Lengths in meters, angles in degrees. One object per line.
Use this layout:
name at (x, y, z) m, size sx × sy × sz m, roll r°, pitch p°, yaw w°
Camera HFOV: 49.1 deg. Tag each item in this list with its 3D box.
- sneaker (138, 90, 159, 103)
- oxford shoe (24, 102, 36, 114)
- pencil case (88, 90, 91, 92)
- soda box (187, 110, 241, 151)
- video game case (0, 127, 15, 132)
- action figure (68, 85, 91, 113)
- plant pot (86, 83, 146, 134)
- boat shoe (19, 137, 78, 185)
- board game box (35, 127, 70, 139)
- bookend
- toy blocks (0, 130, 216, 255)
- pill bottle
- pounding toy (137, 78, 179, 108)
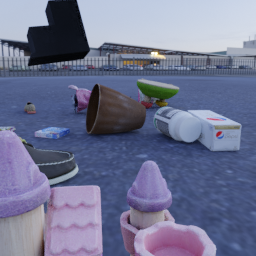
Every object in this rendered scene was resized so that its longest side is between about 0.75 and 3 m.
sneaker at (1.402, -1.997, 16.490) m, size 1.195 × 1.102 × 2.710 m, roll 4°, pitch 22°, yaw 13°
oxford shoe at (-4.611, -1.006, 13.211) m, size 0.472 × 0.501 × 1.340 m, roll -8°, pitch 15°, yaw -31°
pencil case at (-2.009, -1.588, 14.980) m, size 0.797 × 0.823 × 1.757 m, roll -12°, pitch 15°, yaw -18°
soda box at (2.461, 0.002, 8.374) m, size 0.788 × 0.737 × 2.314 m, roll -1°, pitch 14°, yaw -5°
video game case at (-4.250, 0.104, 9.228) m, size 0.839 × 0.150 × 0.761 m, roll -1°, pitch 13°, yaw -6°
action figure at (-1.533, -1.425, 12.932) m, size 2.197 × 1.636 × 1.471 m, roll -18°, pitch 12°, yaw -15°
plant pot at (-0.347, -0.486, 9.229) m, size 1.735 × 1.621 × 1.621 m, roll 10°, pitch 9°, yaw -21°
boat shoe at (-2.440, 0.614, 5.436) m, size 2.884 × 0.868 × 1.028 m, roll -2°, pitch 13°, yaw -8°
board game box at (-2.415, 0.149, 8.983) m, size 0.789 × 0.172 × 0.793 m, roll 4°, pitch 13°, yaw 19°
bookend at (-2.643, -3.392, 9.749) m, size 2.084 × 2.070 × 0.960 m, roll -16°, pitch 1°, yaw -25°
toy blocks at (-0.466, 0.962, 1.546) m, size 2.179 × 1.962 × 2.331 m, roll -1°, pitch 13°, yaw -8°
pill bottle at (1.483, -0.114, 8.524) m, size 0.886 × 0.886 × 1.568 m, roll -5°, pitch 14°, yaw -19°
pounding toy at (1.459, -1.715, 14.718) m, size 2.182 × 1.312 × 2.827 m, roll 12°, pitch 14°, yaw 4°
